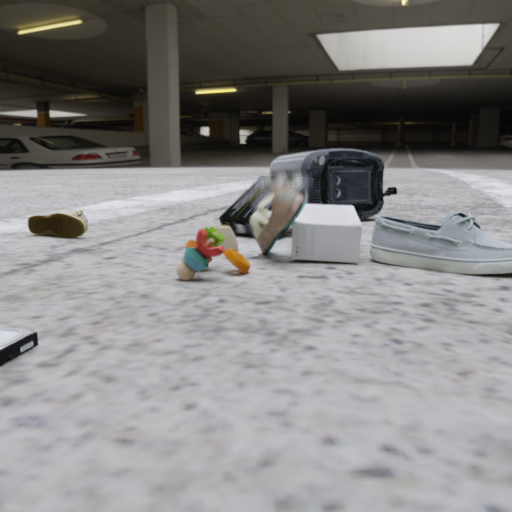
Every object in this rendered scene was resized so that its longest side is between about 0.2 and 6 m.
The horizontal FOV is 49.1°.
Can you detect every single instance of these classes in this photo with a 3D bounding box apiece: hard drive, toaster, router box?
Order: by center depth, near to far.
[{"bbox_3d":[-2.985,0.936,5.885,1.087,0.206,0.759,2,11,14],"label":"hard drive"},{"bbox_3d":[0.311,-1.216,13.625,1.567,0.536,2.101,8,40,33],"label":"router box"},{"bbox_3d":[2.023,-2.021,16.013,3.520,2.000,2.273,-8,12,-32],"label":"toaster"}]

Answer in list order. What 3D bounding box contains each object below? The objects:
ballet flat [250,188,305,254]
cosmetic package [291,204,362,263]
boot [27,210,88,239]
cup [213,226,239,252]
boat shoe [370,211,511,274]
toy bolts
[{"bbox_3d":[0.284,-0.692,10.473,0.682,0.690,2.028,29,-31,-4],"label":"ballet flat"},{"bbox_3d":[1.446,-0.528,11.599,1.279,0.785,3.099,1,12,7],"label":"cosmetic package"},{"bbox_3d":[-4.463,-0.803,13.527,1.645,0.593,1.273,4,11,24],"label":"boot"},{"bbox_3d":[-0.707,-0.348,11.453,0.707,0.506,0.707,1,11,0],"label":"cup"},{"bbox_3d":[3.390,-0.286,9.842,2.838,1.011,0.990,6,13,28],"label":"boat shoe"},{"bbox_3d":[-0.806,0.123,9.315,1.148,0.833,1.202,43,9,7],"label":"toy bolts"}]
